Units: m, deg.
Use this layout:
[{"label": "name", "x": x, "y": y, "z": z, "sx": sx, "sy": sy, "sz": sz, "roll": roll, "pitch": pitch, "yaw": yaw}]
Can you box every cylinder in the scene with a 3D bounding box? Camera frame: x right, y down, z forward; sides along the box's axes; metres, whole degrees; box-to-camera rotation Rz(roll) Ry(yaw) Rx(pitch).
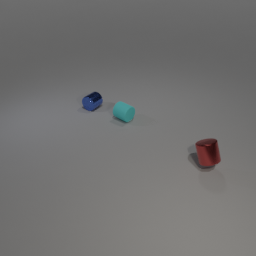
[{"label": "cylinder", "x": -0.172, "y": -0.696, "z": 11.940, "sx": 0.700, "sy": 0.700, "sz": 0.700, "roll": 27, "pitch": 40, "yaw": 31}, {"label": "cylinder", "x": 2.572, "y": 0.770, "z": 8.997, "sx": 0.700, "sy": 0.700, "sz": 0.700, "roll": -14, "pitch": 12, "yaw": 3}, {"label": "cylinder", "x": -1.640, "y": -1.237, "z": 12.910, "sx": 0.700, "sy": 0.700, "sz": 0.700, "roll": 18, "pitch": 36, "yaw": 27}]
